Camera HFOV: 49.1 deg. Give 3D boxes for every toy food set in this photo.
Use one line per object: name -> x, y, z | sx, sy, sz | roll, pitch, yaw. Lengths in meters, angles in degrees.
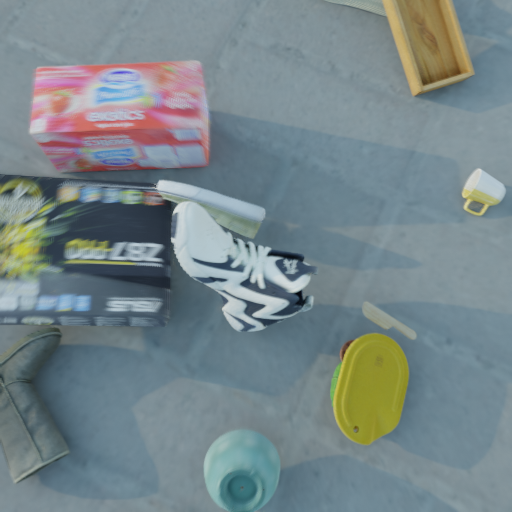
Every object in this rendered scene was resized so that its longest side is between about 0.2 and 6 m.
toy food set -> 1.943, 2.131, 9.959 | 1.360, 0.755, 2.312 | 24, 73, -17

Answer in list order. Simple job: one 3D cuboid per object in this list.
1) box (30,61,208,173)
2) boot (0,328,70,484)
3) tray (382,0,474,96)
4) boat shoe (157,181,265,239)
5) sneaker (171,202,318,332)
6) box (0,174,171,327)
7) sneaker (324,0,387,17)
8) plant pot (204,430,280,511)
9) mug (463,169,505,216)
box -> -2.573, -2.702, 11.106 | 3.164, 1.624, 1.498 | -3, 71, 0
boot -> -3.808, 2.549, 9.727 | 1.894, 0.756, 2.083 | -37, 67, 3
tray -> 3.618, -4.906, 12.023 | 1.288, 0.484, 2.612 | -19, 94, -7
boat shoe -> -0.870, -0.874, 10.465 | 2.081, 0.749, 0.646 | 17, 94, -6
sneaker -> -0.005, 0.105, 9.285 | 1.877, 2.884, 1.151 | -13, 33, 26
box -> -3.264, -0.088, 10.239 | 3.350, 0.823, 2.700 | 3, 69, -13
sneaker -> 2.271, -6.428, 12.720 | 2.795, 1.048, 1.181 | 20, 76, -4
plant pot -> -0.231, 3.607, 9.065 | 1.290, 0.864, 1.290 | 0, 94, -1
mug -> 4.553, -1.265, 11.226 | 0.641, 0.781, 0.626 | 25, 40, -1
